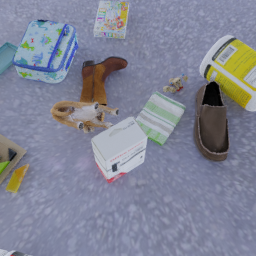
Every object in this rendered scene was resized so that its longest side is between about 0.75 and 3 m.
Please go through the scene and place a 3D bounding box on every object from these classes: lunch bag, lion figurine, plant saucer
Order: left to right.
[{"bbox_3d":[-5.035,-2.185,10.334,0.907,0.246,2.596,29,64,16],"label":"plant saucer"},{"bbox_3d":[-2.940,-2.862,10.311,1.918,0.984,2.387,13,62,4],"label":"lunch bag"},{"bbox_3d":[-1.366,-0.407,7.846,1.663,2.715,0.984,13,86,26],"label":"lion figurine"}]

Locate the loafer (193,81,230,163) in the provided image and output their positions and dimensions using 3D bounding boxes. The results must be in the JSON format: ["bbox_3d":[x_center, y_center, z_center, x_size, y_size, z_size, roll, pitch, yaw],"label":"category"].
[{"bbox_3d":[2.597,-0.314,8.827,1.041,1.012,2.849,-1,61,-1],"label":"loafer"}]

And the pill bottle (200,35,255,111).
[{"bbox_3d":[3.957,-1.607,9.201,1.633,1.633,2.905,-38,68,-19],"label":"pill bottle"}]

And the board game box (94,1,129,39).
[{"bbox_3d":[-0.660,-4.501,11.582,1.255,0.320,1.867,4,61,2],"label":"board game box"}]

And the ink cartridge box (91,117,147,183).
[{"bbox_3d":[-0.224,0.659,7.822,1.303,1.806,0.756,-30,65,-16],"label":"ink cartridge box"}]

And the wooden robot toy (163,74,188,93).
[{"bbox_3d":[1.624,-1.567,9.978,1.089,0.480,0.494,-37,32,-18],"label":"wooden robot toy"}]

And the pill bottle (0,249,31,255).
[{"bbox_3d":[-2.617,3.494,6.778,1.479,0.842,0.842,13,61,7],"label":"pill bottle"}]

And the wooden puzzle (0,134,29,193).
[{"bbox_3d":[-4.040,0.933,8.561,2.294,0.268,1.548,22,63,12],"label":"wooden puzzle"}]

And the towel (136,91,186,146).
[{"bbox_3d":[1.018,-0.367,9.296,1.265,0.260,1.696,28,65,16],"label":"towel"}]

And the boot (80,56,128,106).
[{"bbox_3d":[-0.827,-1.625,9.802,1.720,0.626,1.827,-2,61,-2],"label":"boot"}]
